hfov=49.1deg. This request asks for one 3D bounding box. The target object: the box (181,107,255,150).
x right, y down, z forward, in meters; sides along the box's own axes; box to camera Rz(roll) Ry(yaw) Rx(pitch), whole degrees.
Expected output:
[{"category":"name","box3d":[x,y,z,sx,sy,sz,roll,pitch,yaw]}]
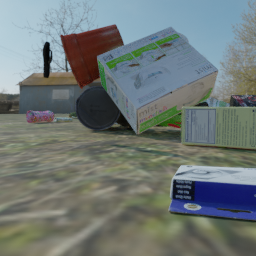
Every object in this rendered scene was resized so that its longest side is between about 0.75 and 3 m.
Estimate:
[{"category":"box","box3d":[2.132,-0.048,5.854,1.617,0.782,1.422,3,5,32]}]

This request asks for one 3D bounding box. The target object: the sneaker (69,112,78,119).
[{"category":"sneaker","box3d":[-2.580,-0.922,16.671,2.040,0.916,0.684,8,-2,28]}]

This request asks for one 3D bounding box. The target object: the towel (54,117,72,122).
[{"category":"towel","box3d":[-3.923,-0.506,16.848,0.946,0.266,1.106,-2,5,-24]}]

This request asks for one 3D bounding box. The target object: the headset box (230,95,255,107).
[{"category":"headset box","box3d":[5.482,-0.752,11.828,2.391,0.897,1.777,0,24,3]}]

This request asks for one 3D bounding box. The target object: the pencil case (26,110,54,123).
[{"category":"pencil case","box3d":[-4.958,-0.658,15.829,0.723,0.723,1.653,2,4,31]}]

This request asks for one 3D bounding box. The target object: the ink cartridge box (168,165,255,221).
[{"category":"ink cartridge box","box3d":[0.835,0.484,2.284,0.926,0.188,0.928,1,4,15]}]

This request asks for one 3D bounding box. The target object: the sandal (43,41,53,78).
[{"category":"sandal","box3d":[-2.133,-1.837,7.551,0.216,1.009,0.384,10,34,0]}]

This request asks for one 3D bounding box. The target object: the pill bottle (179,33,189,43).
[{"category":"pill bottle","box3d":[1.940,-3.118,13.452,1.482,2.594,1.482,2,47,-3]}]

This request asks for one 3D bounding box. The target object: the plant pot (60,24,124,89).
[{"category":"plant pot","box3d":[-1.163,-2.788,10.519,2.054,2.112,2.112,-19,4,-1]}]

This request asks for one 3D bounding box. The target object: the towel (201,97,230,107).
[{"category":"towel","box3d":[5.083,-1.184,15.914,2.277,0.349,1.698,21,37,5]}]

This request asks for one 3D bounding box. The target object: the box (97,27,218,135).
[{"category":"box","box3d":[0.819,-1.510,8.334,2.670,2.356,1.291,-27,-30,-15]}]

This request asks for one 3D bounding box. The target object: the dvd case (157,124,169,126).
[{"category":"dvd case","box3d":[0.537,-0.459,13.136,2.618,0.209,1.946,4,12,-6]}]

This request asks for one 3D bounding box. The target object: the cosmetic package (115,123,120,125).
[{"category":"cosmetic package","box3d":[-0.472,-0.360,13.904,0.498,0.363,0.980,-5,5,-44]}]

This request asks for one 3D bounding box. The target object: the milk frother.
[{"category":"milk frother","box3d":[-0.640,-1.277,10.735,2.381,2.638,2.481,3,4,-4]}]

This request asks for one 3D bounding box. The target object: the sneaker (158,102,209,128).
[{"category":"sneaker","box3d":[1.378,-0.683,9.249,2.699,1.130,1.036,17,-20,19]}]
